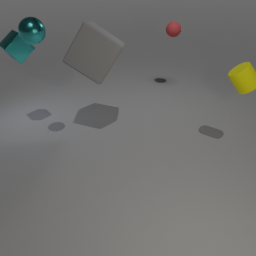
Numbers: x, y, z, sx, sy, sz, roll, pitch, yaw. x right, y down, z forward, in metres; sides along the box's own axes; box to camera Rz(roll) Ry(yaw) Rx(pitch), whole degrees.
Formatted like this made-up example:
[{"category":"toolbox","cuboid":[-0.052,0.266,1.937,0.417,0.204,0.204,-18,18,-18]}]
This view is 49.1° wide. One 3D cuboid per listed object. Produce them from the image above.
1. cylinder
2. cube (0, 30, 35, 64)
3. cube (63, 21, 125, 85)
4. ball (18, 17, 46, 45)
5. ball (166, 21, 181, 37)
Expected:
[{"category":"cylinder","cuboid":[3.490,-1.495,8.409,0.700,0.700,0.700,-35,17,12]},{"category":"cube","cuboid":[-3.603,-2.630,9.070,0.700,0.700,0.700,-51,47,-6]},{"category":"cube","cuboid":[-1.072,-2.498,9.219,1.400,1.400,1.400,32,20,-10]},{"category":"ball","cuboid":[-2.538,-2.565,7.406,0.700,0.700,0.700,0,30,0]},{"category":"ball","cuboid":[2.120,-4.596,13.049,0.700,0.700,0.700,0,30,0]}]
